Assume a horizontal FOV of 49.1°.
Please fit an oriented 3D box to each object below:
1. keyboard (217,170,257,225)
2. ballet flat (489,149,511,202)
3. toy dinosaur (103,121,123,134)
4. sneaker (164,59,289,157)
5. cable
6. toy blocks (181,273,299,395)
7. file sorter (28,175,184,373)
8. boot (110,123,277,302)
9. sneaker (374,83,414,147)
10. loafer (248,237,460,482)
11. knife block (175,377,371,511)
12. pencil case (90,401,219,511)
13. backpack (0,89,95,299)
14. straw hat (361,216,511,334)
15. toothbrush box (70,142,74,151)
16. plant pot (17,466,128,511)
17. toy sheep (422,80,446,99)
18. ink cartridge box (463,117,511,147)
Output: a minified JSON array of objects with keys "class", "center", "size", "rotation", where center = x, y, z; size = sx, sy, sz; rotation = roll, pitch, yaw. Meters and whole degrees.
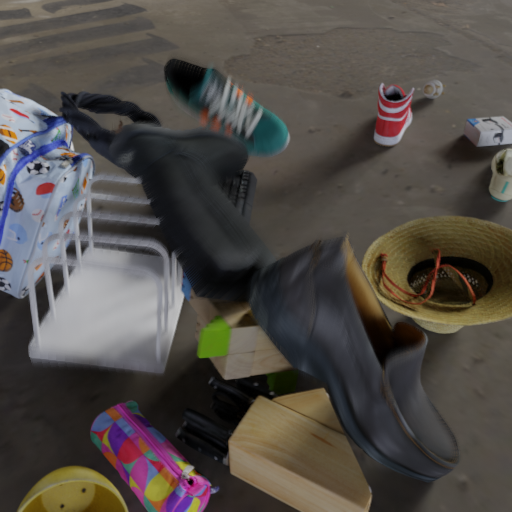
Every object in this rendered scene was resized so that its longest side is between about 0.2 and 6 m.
[{"class":"keyboard","center":[-1.030,-1.164,11.346],"size":[1.936,0.414,3.224],"rotation":[10,33,-1]},{"class":"ballet flat","center":[5.685,-1.998,12.597],"size":[0.744,0.744,2.141],"rotation":[13,40,16]},{"class":"toy dinosaur","center":[-3.026,-2.329,11.676],"size":[0.732,1.079,0.463],"rotation":[-21,19,16]},{"class":"sneaker","center":[-0.746,-3.233,12.213],"size":[3.186,1.273,1.137],"rotation":[32,88,14]},{"class":"cable","center":[-2.426,-2.309,9.689],"size":[2.012,0.511,1.642],"rotation":[33,38,-5]},{"class":"toy blocks","center":[0.218,0.832,8.433],"size":[3.029,1.514,2.070],"rotation":[-2,23,-26]},{"class":"file sorter","center":[-2.114,0.139,8.666],"size":[1.918,1.721,2.764],"rotation":[7,32,-1]},{"class":"boot","center":[-0.472,-0.720,8.432],"size":[2.549,1.015,3.093],"rotation":[-8,46,-40]},{"class":"sneaker","center":[3.654,-3.996,14.595],"size":[0.887,1.401,2.491],"rotation":[11,39,14]},{"class":"loafer","center":[1.440,1.290,6.488],"size":[1.257,3.478,1.266],"rotation":[-34,19,28]},{"class":"knife block","center":[0.082,2.442,6.875],"size":[1.992,0.726,2.269],"rotation":[-10,39,-12]},{"class":"pencil case","center":[-1.278,2.496,6.800],"size":[1.763,0.779,0.779],"rotation":[31,47,34]},{"class":"backpack","center":[-4.310,-1.190,9.562],"size":[2.738,3.555,3.386],"rotation":[26,27,-16]},{"class":"straw hat","center":[3.040,0.571,8.925],"size":[2.769,1.172,2.769],"rotation":[-5,37,4]},{"class":"toothbrush box","center":[-5.472,-2.138,12.551],"size":[2.305,0.992,1.678],"rotation":[3,38,1]},{"class":"plant pot","center":[-2.064,2.831,6.188],"size":[1.203,1.203,0.854],"rotation":[-15,12,-18]},{"class":"toy sheep","center":[5.225,-4.906,16.485],"size":[0.593,0.593,0.860],"rotation":[30,31,33]},{"class":"ink cartridge box","center":[6.004,-3.191,14.345],"size":[1.048,0.439,0.761],"rotation":[-7,38,-8]}]
